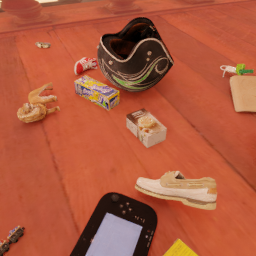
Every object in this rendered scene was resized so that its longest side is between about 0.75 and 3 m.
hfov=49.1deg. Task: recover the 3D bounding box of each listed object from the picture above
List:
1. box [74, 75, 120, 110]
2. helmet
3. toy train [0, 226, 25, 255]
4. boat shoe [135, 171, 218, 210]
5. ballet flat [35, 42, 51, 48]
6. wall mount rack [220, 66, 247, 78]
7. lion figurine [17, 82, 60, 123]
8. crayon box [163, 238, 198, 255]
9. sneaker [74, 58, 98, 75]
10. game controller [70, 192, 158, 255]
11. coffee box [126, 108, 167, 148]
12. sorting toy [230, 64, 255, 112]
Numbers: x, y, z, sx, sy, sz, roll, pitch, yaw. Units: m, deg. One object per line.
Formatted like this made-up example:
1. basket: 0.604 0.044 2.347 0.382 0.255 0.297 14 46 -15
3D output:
1. box: -1.179 -1.349 10.580 1.815 0.584 0.636 29 48 29
2. helmet: 0.194 -2.611 10.535 2.504 2.626 2.626 -29 37 17
3. toy train: -2.767 2.627 6.119 0.278 0.207 1.213 12 41 33
4. boat shoe: 1.128 1.369 6.732 2.015 0.689 0.753 6 -1 29
5. ballet flat: -4.364 -4.215 14.276 0.831 0.299 0.299 4 40 6
6. wall mount rack: 4.546 -2.429 12.053 1.110 0.414 0.964 20 47 22
7. lion figurine: -3.229 -0.914 10.063 1.343 0.794 2.192 -18 28 -9
8. crayon box: 1.311 3.404 4.604 2.635 0.669 1.673 37 48 28
9. sneaker: -1.808 -2.729 12.316 0.767 0.486 1.364 7 38 14
10. game controller: -0.359 2.605 5.829 1.461 0.590 2.800 13 42 16
11. coffee box: 0.563 -0.028 9.046 0.731 0.510 1.279 -22 45 -24
12. sorting toy: 4.972 -1.564 10.728 1.993 0.397 2.697 1 51 8
